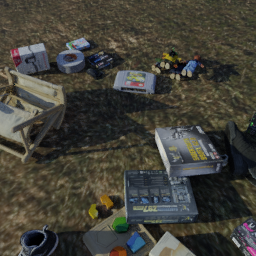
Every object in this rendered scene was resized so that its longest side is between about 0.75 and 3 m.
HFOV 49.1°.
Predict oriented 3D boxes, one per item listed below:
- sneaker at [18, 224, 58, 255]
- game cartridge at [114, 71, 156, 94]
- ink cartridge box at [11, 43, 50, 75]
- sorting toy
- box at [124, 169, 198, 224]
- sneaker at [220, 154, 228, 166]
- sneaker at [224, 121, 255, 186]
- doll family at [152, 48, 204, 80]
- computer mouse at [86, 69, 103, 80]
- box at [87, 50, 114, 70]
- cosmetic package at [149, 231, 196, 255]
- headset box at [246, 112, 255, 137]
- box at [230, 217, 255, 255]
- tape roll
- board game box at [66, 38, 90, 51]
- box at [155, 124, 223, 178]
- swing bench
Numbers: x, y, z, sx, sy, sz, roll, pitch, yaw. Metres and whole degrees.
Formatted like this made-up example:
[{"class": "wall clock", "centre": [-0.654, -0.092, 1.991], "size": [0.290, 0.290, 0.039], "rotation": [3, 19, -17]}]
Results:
[{"class": "sneaker", "centre": [-2.667, 3.373, 7.238], "size": [0.737, 1.112, 1.954], "rotation": [26, 54, 21]}, {"class": "game cartridge", "centre": [0.335, -2.064, 12.419], "size": [1.790, 0.366, 1.191], "rotation": [6, 46, 5]}, {"class": "ink cartridge box", "centre": [-4.419, -3.126, 12.809], "size": [1.485, 1.079, 0.619], "rotation": [-17, 52, -14]}, {"class": "sorting toy", "centre": [-0.450, 2.967, 8.094], "size": [1.625, 0.292, 2.181], "rotation": [-30, 56, -26]}, {"class": "box", "centre": [0.940, 2.066, 8.610], "size": [2.079, 0.530, 1.640], "rotation": [-1, 43, -4]}, {"class": "sneaker", "centre": [2.923, 1.065, 9.627], "size": [1.058, 0.487, 0.401], "rotation": [-5, 49, -4]}, {"class": "sneaker", "centre": [4.154, 0.884, 9.650], "size": [1.322, 0.761, 2.536], "rotation": [4, 54, 3]}, {"class": "doll family", "centre": [2.311, -2.980, 12.887], "size": [2.351, 0.923, 1.359], "rotation": [28, 51, 16]}, {"class": "computer mouse", "centre": [-1.593, -2.553, 12.903], "size": [0.781, 0.206, 0.541], "rotation": [30, 57, 23]}, {"class": "box", "centre": [-1.327, -3.303, 13.532], "size": [0.970, 0.241, 0.962], "rotation": [-32, 56, -24]}, {"class": "cosmetic package", "centre": [1.393, 3.627, 7.388], "size": [1.577, 0.561, 0.830], "rotation": [34, 57, 26]}, {"class": "headset box", "centre": [5.040, -0.060, 10.617], "size": [0.955, 0.443, 0.831], "rotation": [27, 55, 21]}, {"class": "box", "centre": [3.469, 3.163, 7.604], "size": [0.653, 0.752, 1.138], "rotation": [-28, 53, -14]}, {"class": "tape roll", "centre": [-2.701, -3.165, 13.279], "size": [1.307, 0.432, 1.307], "rotation": [0, 50, 0]}, {"class": "board game box", "centre": [-2.555, -4.255, 14.376], "size": [0.975, 0.178, 0.737], "rotation": [-26, 54, -21]}, {"class": "box", "centre": [1.970, 0.701, 9.524], "size": [1.715, 0.523, 2.165], "rotation": [-4, 33, -5]}, {"class": "swing bench", "centre": [-4.085, -0.608, 10.302], "size": [2.690, 1.755, 2.705], "rotation": [21, 47, 17]}]
